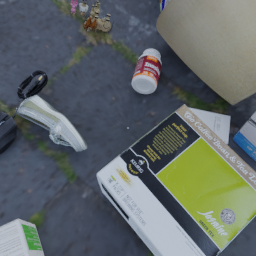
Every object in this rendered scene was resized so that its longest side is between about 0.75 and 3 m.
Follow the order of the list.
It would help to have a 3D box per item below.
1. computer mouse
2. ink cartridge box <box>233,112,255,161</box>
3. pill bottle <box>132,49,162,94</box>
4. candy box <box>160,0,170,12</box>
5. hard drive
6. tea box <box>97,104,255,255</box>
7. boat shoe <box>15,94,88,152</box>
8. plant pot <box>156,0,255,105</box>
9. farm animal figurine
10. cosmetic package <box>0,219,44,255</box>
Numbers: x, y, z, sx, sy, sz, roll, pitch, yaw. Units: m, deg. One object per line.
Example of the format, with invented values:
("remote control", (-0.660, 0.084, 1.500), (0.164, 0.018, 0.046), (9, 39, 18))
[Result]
("computer mouse", (-2.788, -0.372, 6.719), (0.730, 0.424, 2.489), (32, 87, 18))
("ink cartridge box", (3.505, -0.345, 6.053), (1.671, 2.282, 0.980), (-35, 71, -14))
("pill bottle", (0.521, -1.517, 7.365), (0.654, 0.654, 1.157), (12, 58, 5))
("candy box", (2.028, -4.794, 8.740), (2.182, 0.994, 2.581), (-2, 65, 0))
("hard drive", (1.946, -0.060, 7.096), (1.192, 0.159, 0.787), (12, 67, 5))
("tea box", (1.031, 1.290, 5.696), (2.354, 1.599, 2.393), (-37, 71, -15))
("boat shoe", (-1.849, -0.059, 6.788), (2.167, 0.799, 0.695), (38, 77, 19))
("plant pot", (2.467, -2.044, 6.954), (2.555, 2.555, 2.728), (-27, 84, -12))
("farm animal figurine", (-1.114, -3.269, 8.340), (0.976, 0.608, 1.209), (-22, 63, -30))
("cosmetic package", (-1.987, 2.963, 5.196), (0.927, 1.176, 2.185), (-23, 70, -12))
